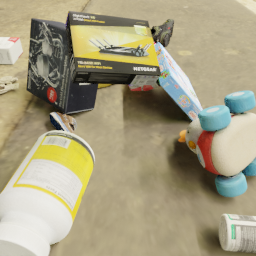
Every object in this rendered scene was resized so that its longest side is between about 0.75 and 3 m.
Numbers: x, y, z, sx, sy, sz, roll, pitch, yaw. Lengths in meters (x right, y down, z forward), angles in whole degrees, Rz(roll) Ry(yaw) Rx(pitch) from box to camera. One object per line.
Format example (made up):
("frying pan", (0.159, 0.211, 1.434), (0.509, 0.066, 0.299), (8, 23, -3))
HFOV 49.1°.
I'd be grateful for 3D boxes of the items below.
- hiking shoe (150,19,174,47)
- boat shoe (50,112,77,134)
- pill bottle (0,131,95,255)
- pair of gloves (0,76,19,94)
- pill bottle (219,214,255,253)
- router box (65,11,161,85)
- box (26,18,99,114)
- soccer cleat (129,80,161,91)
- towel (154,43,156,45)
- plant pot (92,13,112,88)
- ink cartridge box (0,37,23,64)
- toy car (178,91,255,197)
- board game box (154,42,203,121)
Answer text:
("hiking shoe", (1.461, -4.406, 12.601), (1.068, 0.804, 2.122), (12, 40, 9))
("boat shoe", (-1.590, -0.089, 7.242), (0.480, 0.479, 1.326), (-20, 42, -26))
("pill bottle", (-1.466, 1.177, 4.921), (1.279, 1.279, 2.284), (6, 38, 8))
("pair of gloves", (-4.049, -1.403, 9.205), (0.886, 0.183, 1.042), (-17, 38, -15))
("pill bottle", (2.114, 1.782, 4.694), (1.042, 0.589, 0.589), (4, 38, 6))
("router box", (-0.228, -1.164, 4.174), (1.292, 0.337, 1.016), (-3, 69, -23))
("box", (-1.815, -1.768, 7.903), (1.939, 2.129, 1.108), (28, 27, 33))
("soccer cleat", (0.729, -2.030, 9.508), (1.002, 0.934, 2.738), (-14, 27, 22))
("towel", (-0.007, -3.467, 11.318), (2.681, 0.301, 1.939), (41, 50, 20))
("plant pot", (-1.032, -2.345, 9.233), (1.798, 1.757, 1.746), (-44, 51, -14))
("ink cartridge box", (-5.124, -3.013, 10.881), (1.625, 0.681, 1.173), (1, 37, 2))
("toy car", (1.787, 0.277, 6.206), (1.687, 1.758, 1.907), (-28, 17, -32))
("board game box", (1.389, -1.352, 8.046), (0.408, 1.685, 2.228), (-35, 31, 22))
